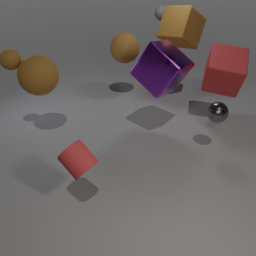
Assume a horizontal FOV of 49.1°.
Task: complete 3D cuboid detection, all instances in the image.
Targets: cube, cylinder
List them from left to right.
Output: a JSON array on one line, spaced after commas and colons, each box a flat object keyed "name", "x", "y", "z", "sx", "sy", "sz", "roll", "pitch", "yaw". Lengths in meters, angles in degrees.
[{"name": "cylinder", "x": -1.201, "y": 0.756, "z": 6.708, "sx": 0.700, "sy": 0.700, "sz": 0.700, "roll": 49, "pitch": 41, "yaw": 1}, {"name": "cube", "x": 1.224, "y": -2.116, "z": 9.970, "sx": 1.400, "sy": 1.400, "sz": 1.400, "roll": 46, "pitch": 36, "yaw": 12}, {"name": "cube", "x": 2.357, "y": -4.436, "z": 12.391, "sx": 1.400, "sy": 1.400, "sz": 1.400, "roll": 22, "pitch": 7, "yaw": 41}, {"name": "cube", "x": 3.791, "y": -2.265, "z": 11.004, "sx": 1.400, "sy": 1.400, "sz": 1.400, "roll": 13, "pitch": 60, "yaw": 9}]

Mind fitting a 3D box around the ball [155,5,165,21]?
[{"name": "ball", "x": 1.609, "y": -5.432, "z": 13.218, "sx": 0.700, "sy": 0.700, "sz": 0.700, "roll": 0, "pitch": 29, "yaw": 0}]

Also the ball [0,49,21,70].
[{"name": "ball", "x": -4.009, "y": -2.321, "z": 9.532, "sx": 0.700, "sy": 0.700, "sz": 0.700, "roll": 0, "pitch": 29, "yaw": 0}]

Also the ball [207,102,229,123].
[{"name": "ball", "x": 2.978, "y": -0.515, "z": 9.295, "sx": 0.700, "sy": 0.700, "sz": 0.700, "roll": 0, "pitch": 29, "yaw": 0}]

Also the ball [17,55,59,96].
[{"name": "ball", "x": -3.125, "y": -1.835, "z": 9.768, "sx": 1.400, "sy": 1.400, "sz": 1.400, "roll": 0, "pitch": 29, "yaw": 0}]

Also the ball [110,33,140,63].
[{"name": "ball", "x": -0.148, "y": -3.768, "z": 13.228, "sx": 1.400, "sy": 1.400, "sz": 1.400, "roll": 0, "pitch": 29, "yaw": 0}]
